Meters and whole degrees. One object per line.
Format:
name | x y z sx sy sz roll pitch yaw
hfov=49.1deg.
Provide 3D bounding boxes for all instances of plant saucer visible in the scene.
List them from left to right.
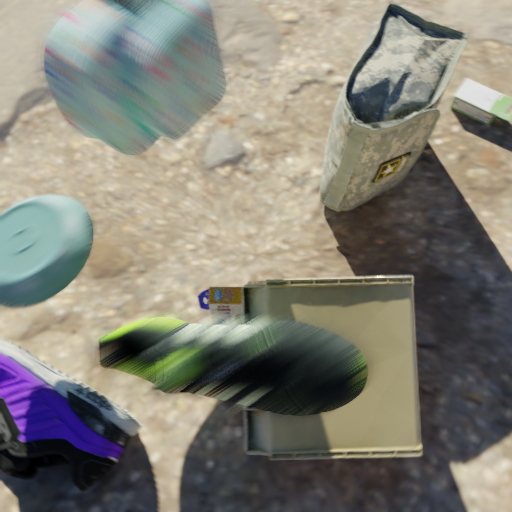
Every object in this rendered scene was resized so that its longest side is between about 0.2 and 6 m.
plant saucer | -3.044 -0.152 7.487 1.737 0.312 1.737 -7 62 12

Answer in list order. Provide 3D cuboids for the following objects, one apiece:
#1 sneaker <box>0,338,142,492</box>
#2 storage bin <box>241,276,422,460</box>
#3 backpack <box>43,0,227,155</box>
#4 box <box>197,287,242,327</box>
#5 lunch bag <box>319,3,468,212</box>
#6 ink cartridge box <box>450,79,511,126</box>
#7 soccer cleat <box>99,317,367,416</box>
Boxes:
sneaker | -3.389 2.354 8.207 3.113 1.082 1.548 24 64 13
storage bin | 1.039 1.556 8.116 2.449 1.156 2.467 -1 86 0
backpack | -1.643 -2.625 7.868 1.787 2.108 2.374 32 64 29
box | -0.081 0.850 9.089 1.719 1.024 0.357 -2 61 0
lunch bag | 2.228 -2.426 10.044 1.785 2.490 3.036 26 65 7
ink cartridge box | 4.776 -3.144 11.701 1.230 0.365 0.639 31 65 16
soccer cleat | -0.328 1.109 5.596 2.795 1.133 0.944 2 92 29
